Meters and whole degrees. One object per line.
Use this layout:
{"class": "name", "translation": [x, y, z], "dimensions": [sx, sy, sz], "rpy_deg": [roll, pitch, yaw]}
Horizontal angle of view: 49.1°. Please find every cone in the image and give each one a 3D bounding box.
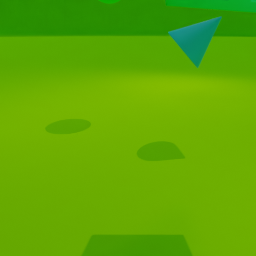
{"class": "cone", "translation": [1.511, -1.924, 5.741], "dimensions": [0.976, 0.972, 0.972], "rpy_deg": [-40, 10, 18]}

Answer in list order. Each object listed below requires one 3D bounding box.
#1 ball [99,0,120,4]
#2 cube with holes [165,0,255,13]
{"class": "ball", "translation": [-0.506, -3.899, 7.429], "dimensions": [1.098, 1.098, 1.098], "rpy_deg": [0, 20, 0]}
{"class": "cube with holes", "translation": [1.004, -2.004, 2.851], "dimensions": [1.103, 1.103, 1.103], "rpy_deg": [5, 51, 0]}
